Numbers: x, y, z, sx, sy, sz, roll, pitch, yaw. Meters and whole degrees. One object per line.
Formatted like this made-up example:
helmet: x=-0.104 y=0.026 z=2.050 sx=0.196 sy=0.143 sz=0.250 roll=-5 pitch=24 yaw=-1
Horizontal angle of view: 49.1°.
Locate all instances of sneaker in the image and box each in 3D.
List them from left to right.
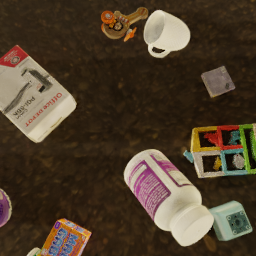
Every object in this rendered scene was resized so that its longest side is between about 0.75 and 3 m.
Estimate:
sneaker: x=-5.095 y=2.096 z=9.535 sx=1.169 sy=1.285 sz=2.908 roll=-31 pitch=79 yaw=-9

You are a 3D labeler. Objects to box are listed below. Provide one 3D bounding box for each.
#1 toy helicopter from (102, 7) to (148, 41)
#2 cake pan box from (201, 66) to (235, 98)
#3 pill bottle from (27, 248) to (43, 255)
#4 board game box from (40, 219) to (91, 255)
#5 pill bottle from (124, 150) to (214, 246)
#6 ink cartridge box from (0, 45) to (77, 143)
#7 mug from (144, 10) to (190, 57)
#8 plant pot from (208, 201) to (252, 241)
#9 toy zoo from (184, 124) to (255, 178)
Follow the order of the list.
toy helicopter: x=0.001 y=-4.282 z=11.419 sx=2.090 sy=0.825 sz=1.382 roll=-33 pitch=77 yaw=-14
cake pan box: x=3.532 y=-1.843 z=11.047 sx=0.979 sy=0.278 sz=1.063 roll=-20 pitch=77 yaw=-7
pill bottle: x=-2.457 y=4.856 z=8.902 sx=2.031 sy=1.145 sz=1.145 roll=31 pitch=78 yaw=7
board game box: x=-2.000 y=3.762 z=9.196 sx=1.099 sy=1.099 sz=1.100 roll=26 pitch=77 yaw=6
pill bottle: x=1.070 y=1.843 z=7.678 sx=1.432 sy=1.432 sz=2.550 roll=-34 pitch=44 yaw=-8
ink cartridge box: x=-3.727 y=-1.246 z=10.389 sx=2.937 sy=1.217 sz=2.155 roll=41 pitch=79 yaw=10
mug: x=1.129 y=-2.674 z=8.344 sx=1.148 sy=1.310 sz=0.967 roll=7 pitch=46 yaw=-34
plant pot: x=3.498 y=3.123 z=9.363 sx=1.082 sy=1.105 sz=1.085 roll=-18 pitch=77 yaw=-5
toy zoo: x=3.478 y=0.839 z=10.353 sx=2.814 sy=0.288 sz=1.846 roll=-3 pitch=76 yaw=-1
